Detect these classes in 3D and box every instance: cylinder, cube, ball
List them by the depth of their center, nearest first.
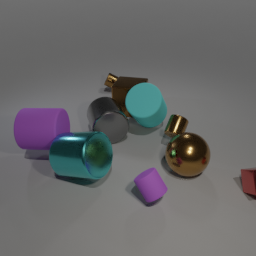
[{"bbox_3d":[0.628,1.568,7.760,0.700,0.700,0.700,-31,3,2],"label":"cylinder"},{"bbox_3d":[3.797,1.525,8.118,0.700,0.700,0.700,-4,-5,-7],"label":"cube"},{"bbox_3d":[-1.412,0.816,8.538,1.400,1.400,1.400,-2,25,33],"label":"cylinder"},{"bbox_3d":[1.885,0.830,8.864,1.400,1.400,1.400,0,30,0],"label":"ball"},{"bbox_3d":[-2.827,0.033,9.380,1.400,1.400,1.400,1,30,8],"label":"cylinder"},{"bbox_3d":[1.752,-0.030,10.143,0.700,0.700,0.700,17,74,26],"label":"cylinder"},{"bbox_3d":[-0.799,-0.312,10.833,1.400,1.400,1.400,-8,31,-14],"label":"cylinder"},{"bbox_3d":[0.748,-0.862,10.984,1.400,1.400,1.400,11,-12,19],"label":"cylinder"},{"bbox_3d":[0.109,-1.431,12.762,1.400,1.400,1.400,6,30,11],"label":"cube"},{"bbox_3d":[-0.816,-2.455,14.810,0.700,0.700,0.700,25,29,-9],"label":"cylinder"}]
